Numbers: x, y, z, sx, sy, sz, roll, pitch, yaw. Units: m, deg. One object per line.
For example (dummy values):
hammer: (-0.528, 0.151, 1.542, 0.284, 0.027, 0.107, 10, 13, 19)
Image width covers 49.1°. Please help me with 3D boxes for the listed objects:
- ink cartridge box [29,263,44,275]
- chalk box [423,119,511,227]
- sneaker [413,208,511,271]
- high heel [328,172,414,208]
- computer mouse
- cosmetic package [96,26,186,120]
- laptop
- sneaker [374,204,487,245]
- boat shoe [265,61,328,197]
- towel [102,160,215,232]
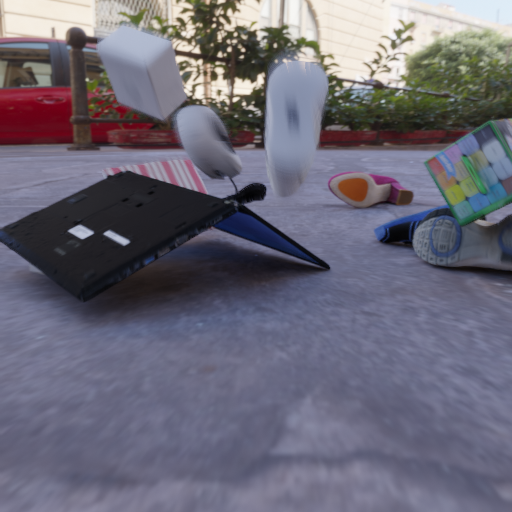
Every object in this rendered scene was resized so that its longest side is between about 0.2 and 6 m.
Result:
ink cartridge box: (-2.812, -0.109, 8.159, 0.597, 0.600, 0.818, 9, 19, 30)
chalk box: (3.123, -1.132, 7.611, 1.723, 1.072, 1.066, -18, -10, -46)
sneaker: (3.371, -0.112, 8.138, 1.068, 0.914, 2.453, 21, -4, -35)
high heel: (2.766, -1.848, 14.663, 2.709, 0.912, 1.300, -1, 22, -28)
computer mouse: (-0.632, -1.397, 8.512, 1.052, 1.919, 0.421, -7, 46, 29)
cosmetic package: (-2.066, -3.350, 10.233, 1.226, 1.230, 0.756, 27, 63, 25)
laptop: (-1.309, -0.086, 8.005, 3.437, 1.775, 3.046, -34, 33, -29)
sneaker: (2.890, -0.378, 9.437, 0.692, 0.769, 1.974, -14, -2, -43)
boat shoe: (0.415, -1.417, 6.118, 0.658, 0.601, 1.829, 6, 53, -3)
towel: (-1.653, -0.979, 10.068, 2.017, 1.476, 0.302, -16, -14, -45)
